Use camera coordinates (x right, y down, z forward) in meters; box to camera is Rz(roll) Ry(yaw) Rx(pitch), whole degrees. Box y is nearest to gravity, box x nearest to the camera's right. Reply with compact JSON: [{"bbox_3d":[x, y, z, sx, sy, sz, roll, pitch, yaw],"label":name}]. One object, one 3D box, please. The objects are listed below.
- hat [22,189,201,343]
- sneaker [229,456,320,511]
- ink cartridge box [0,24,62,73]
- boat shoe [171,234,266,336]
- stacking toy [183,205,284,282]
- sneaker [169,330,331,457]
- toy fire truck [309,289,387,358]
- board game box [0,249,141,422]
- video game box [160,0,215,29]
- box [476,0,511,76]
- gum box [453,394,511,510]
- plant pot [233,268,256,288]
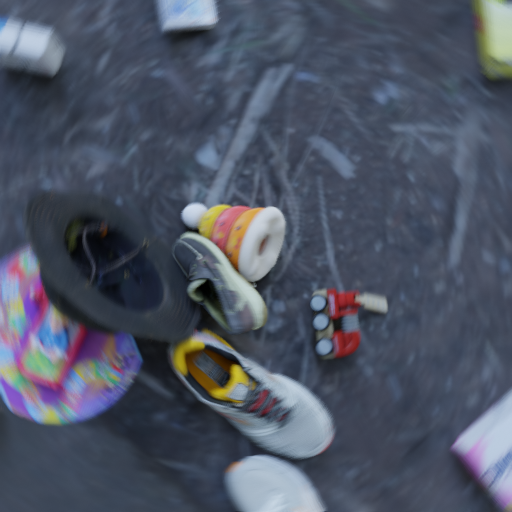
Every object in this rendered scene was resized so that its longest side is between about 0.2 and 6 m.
[{"bbox_3d":[-2.602,0.462,9.385,3.392,3.392,1.368,47,111,5],"label":"hat"},{"bbox_3d":[0.754,4.672,9.378,3.088,1.420,1.169,45,85,5],"label":"sneaker"},{"bbox_3d":[-4.385,-3.950,10.653,1.098,0.804,0.472,13,84,1],"label":"ink cartridge box"},{"bbox_3d":[-0.811,0.455,9.566,0.783,0.852,2.384,-21,50,-37],"label":"boat shoe"},{"bbox_3d":[-0.560,-0.444,10.187,1.896,1.385,1.385,21,84,24],"label":"stacking toy"},{"bbox_3d":[-0.183,2.466,9.667,3.252,1.336,1.266,31,84,2],"label":"sneaker"},{"bbox_3d":[1.726,1.172,10.160,1.360,0.875,1.197,-9,83,9],"label":"toy fire truck"},{"bbox_3d":[-3.729,1.375,10.140,2.607,0.643,3.300,-21,83,-3],"label":"board game box"},{"bbox_3d":[-1.358,-4.950,10.848,0.968,0.249,1.062,-10,89,-25],"label":"video game box"},{"bbox_3d":[4.777,-4.625,10.870,0.806,0.537,2.142,-4,84,0],"label":"box"},{"bbox_3d":[4.857,3.167,9.869,2.278,0.753,1.293,-38,84,-4],"label":"gum box"},{"bbox_3d":[-0.488,0.562,10.258,0.719,0.719,0.658,42,98,4],"label":"plant pot"}]
